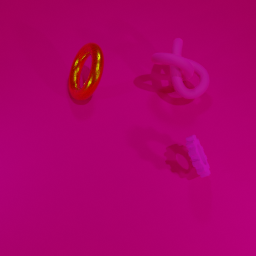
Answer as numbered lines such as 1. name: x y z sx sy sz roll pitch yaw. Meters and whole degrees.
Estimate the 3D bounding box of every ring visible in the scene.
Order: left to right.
1. ring: -1.362 -1.795 8.933 0.378 1.891 1.891 13 44 -36

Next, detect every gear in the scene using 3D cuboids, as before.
1. gear: 1.788 0.710 7.144 0.200 1.081 1.081 -23 50 22

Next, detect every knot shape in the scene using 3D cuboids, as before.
1. knot shape: 1.727 -1.786 8.734 1.897 0.937 2.027 51 30 -2
